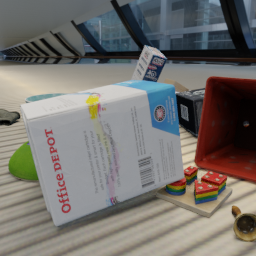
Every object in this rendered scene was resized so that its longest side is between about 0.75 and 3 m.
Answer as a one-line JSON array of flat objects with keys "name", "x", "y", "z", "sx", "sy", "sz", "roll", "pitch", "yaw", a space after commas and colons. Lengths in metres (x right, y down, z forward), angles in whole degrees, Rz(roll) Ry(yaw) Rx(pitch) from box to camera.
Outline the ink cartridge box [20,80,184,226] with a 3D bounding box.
[{"name": "ink cartridge box", "x": -0.613, "y": 0.280, "z": 6.097, "sx": 2.846, "sy": 2.088, "sz": 2.078, "roll": -15, "pitch": 18, "yaw": -21}]

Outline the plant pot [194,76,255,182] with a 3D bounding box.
[{"name": "plant pot", "x": 3.549, "y": -0.005, "z": 7.692, "sx": 2.462, "sy": 2.460, "sz": 2.170, "roll": 12, "pitch": 9, "yaw": 35}]

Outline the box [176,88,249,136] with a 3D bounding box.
[{"name": "box", "x": 3.236, "y": -0.789, "z": 10.996, "sx": 2.194, "sy": 1.383, "sz": 2.232, "roll": -10, "pitch": 15, "yaw": -7}]

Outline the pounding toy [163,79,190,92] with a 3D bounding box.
[{"name": "pounding toy", "x": 3.027, "y": -1.836, "z": 15.813, "sx": 1.839, "sy": 0.958, "sz": 2.094, "roll": 27, "pitch": 7, "yaw": -22}]

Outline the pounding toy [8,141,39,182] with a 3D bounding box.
[{"name": "pounding toy", "x": -2.039, "y": 0.352, "z": 7.988, "sx": 2.150, "sy": 1.293, "sz": 2.786, "roll": 11, "pitch": 20, "yaw": 31}]

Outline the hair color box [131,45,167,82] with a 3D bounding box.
[{"name": "hair color box", "x": 0.528, "y": -1.573, "z": 8.653, "sx": 0.511, "sy": 1.689, "sz": 0.845, "roll": 10, "pitch": 32, "yaw": -24}]

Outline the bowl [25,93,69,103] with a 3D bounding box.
[{"name": "bowl", "x": -3.105, "y": -0.724, "z": 11.806, "sx": 2.229, "sy": 1.166, "sz": 2.229, "roll": -1, "pitch": 16, "yaw": 0}]

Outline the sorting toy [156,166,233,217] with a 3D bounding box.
[{"name": "sorting toy", "x": 1.507, "y": 1.307, "z": 6.279, "sx": 1.279, "sy": 0.445, "sz": 1.271, "roll": 13, "pitch": 21, "yaw": 37}]

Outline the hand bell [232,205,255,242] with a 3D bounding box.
[{"name": "hand bell", "x": 2.121, "y": 1.677, "z": 5.305, "sx": 0.514, "sy": 0.514, "sz": 0.987, "roll": 2, "pitch": 4, "yaw": 5}]

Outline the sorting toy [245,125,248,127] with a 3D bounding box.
[{"name": "sorting toy", "x": 4.156, "y": 0.161, "z": 10.265, "sx": 1.903, "sy": 0.342, "sz": 2.555, "roll": 2, "pitch": 16, "yaw": 8}]

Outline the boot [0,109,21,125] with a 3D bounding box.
[{"name": "boot", "x": -5.523, "y": -0.449, "z": 12.172, "sx": 1.446, "sy": 0.490, "sz": 0.945, "roll": 3, "pitch": 22, "yaw": 14}]
